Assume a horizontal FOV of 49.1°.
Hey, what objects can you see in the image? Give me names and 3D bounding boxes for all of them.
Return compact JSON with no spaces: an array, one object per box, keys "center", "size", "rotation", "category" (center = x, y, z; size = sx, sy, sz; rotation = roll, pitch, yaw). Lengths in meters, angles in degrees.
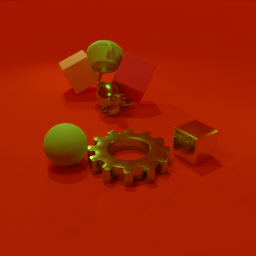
[{"center":[-1.479,0.399,6.664],"size":[1.018,1.018,1.018],"rotation":[0,27,0],"category":"ball"},{"center":[-0.833,-2.396,9.964],"size":[1.300,1.024,2.091],"rotation":[5,-16,-14],"category":"teapot"},{"center":[1.668,0.351,7.025],"size":[0.766,0.766,0.766],"rotation":[-19,33,-31],"category":"cube"},{"center":[-0.439,-1.047,9.395],"size":[1.248,1.046,1.735],"rotation":[-17,29,-22],"category":"monkey head"},{"center":[0.159,-1.721,9.859],"size":[1.146,1.146,1.146],"rotation":[23,-16,-2],"category":"cube"},{"center":[0.021,0.650,6.901],"size":[1.987,0.368,1.987],"rotation":[0,27,0],"category":"gear"},{"center":[-1.937,-2.240,11.188],"size":[1.129,1.129,1.129],"rotation":[-30,34,-4],"category":"cube"}]
